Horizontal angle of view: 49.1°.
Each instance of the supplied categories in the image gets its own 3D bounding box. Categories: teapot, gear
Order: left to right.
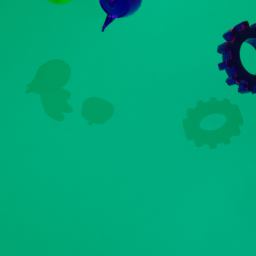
[{"bbox_3d":[-0.250,-3.012,6.555,1.069,1.720,0.842,32,53,-4],"label":"teapot"},{"bbox_3d":[3.163,-1.809,7.259,1.829,0.338,1.829,1,86,-21],"label":"gear"}]

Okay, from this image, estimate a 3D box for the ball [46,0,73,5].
[{"bbox_3d":[-1.866,-3.898,7.448,1.160,1.160,1.160,0,68,0],"label":"ball"}]
